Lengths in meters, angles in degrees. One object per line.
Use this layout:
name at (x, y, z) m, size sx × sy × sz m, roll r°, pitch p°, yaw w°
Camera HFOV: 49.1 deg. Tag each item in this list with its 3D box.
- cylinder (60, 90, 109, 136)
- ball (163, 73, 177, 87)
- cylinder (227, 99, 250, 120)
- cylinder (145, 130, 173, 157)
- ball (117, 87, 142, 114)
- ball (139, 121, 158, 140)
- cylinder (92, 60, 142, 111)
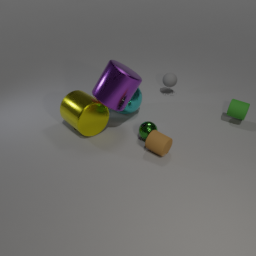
cylinder at (-1.675, -0.584, 10.771) m, size 1.400 × 1.400 × 1.400 m, roll -24°, pitch 39°, yaw -33°
ball at (2.009, -2.300, 13.416) m, size 0.700 × 0.700 × 0.700 m, roll 0°, pitch 33°, yaw 0°
cylinder at (4.411, -0.742, 11.212) m, size 0.700 × 0.700 × 0.700 m, roll 22°, pitch 38°, yaw 22°
cylinder at (1.062, 0.520, 9.641) m, size 0.700 × 0.700 × 0.700 m, roll 29°, pitch 42°, yaw 27°
ball at (-0.095, -1.288, 11.885) m, size 1.400 × 1.400 × 1.400 m, roll 0°, pitch 33°, yaw 0°
ball at (0.743, 0.100, 10.337) m, size 0.700 × 0.700 × 0.700 m, roll 0°, pitch 33°, yaw 0°
cylinder at (-0.411, -1.573, 10.404) m, size 1.400 × 1.400 × 1.400 m, roll 29°, pitch 20°, yaw -12°
